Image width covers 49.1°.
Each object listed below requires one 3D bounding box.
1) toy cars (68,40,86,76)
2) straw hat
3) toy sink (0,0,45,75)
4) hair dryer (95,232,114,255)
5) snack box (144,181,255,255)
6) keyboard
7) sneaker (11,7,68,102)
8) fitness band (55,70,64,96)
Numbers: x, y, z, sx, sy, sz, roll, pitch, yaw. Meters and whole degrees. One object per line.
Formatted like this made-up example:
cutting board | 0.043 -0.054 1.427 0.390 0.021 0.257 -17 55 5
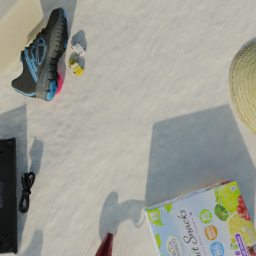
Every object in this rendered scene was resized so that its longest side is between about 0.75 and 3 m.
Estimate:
toy cars | -1.331 -1.838 7.242 0.443 0.219 0.987 4 79 0
straw hat | 3.949 -1.117 6.591 2.930 1.240 2.930 0 79 1
toy sink | -3.162 -2.898 6.633 1.823 1.567 2.797 30 71 2
hair dryer | -0.287 2.942 6.143 0.968 0.345 1.271 -19 73 -6
snack box | 1.632 2.333 6.180 2.121 0.718 1.789 -18 80 -4
keyboard | -2.915 1.555 6.553 1.584 0.338 2.638 -6 80 5
sneaker | -2.096 -1.910 6.822 1.009 0.902 2.464 10 73 -1
fitness band | -2.045 -1.228 7.162 0.670 0.175 0.933 -24 79 -2
